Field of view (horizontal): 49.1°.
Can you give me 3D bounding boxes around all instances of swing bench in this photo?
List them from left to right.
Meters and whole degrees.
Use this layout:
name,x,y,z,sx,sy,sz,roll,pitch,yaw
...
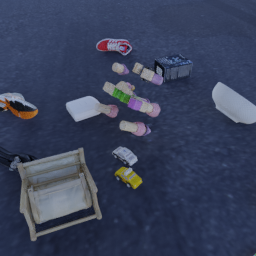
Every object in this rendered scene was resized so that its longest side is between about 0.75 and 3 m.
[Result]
name,x,y,z,sx,sy,sz,roll,pitch,yaw
swing bench,-1.879,1.676,7.588,1.856,1.210,1.865,-13,35,-15

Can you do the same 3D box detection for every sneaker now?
name,x,y,z,sx,sy,sz,roll,pitch,yaw
sneaker,-4.414,-1.047,11.327,2.119,0.802,0.974,17,38,19
sneaker,-0.733,-4.553,15.761,1.958,0.697,1.101,-10,36,-15

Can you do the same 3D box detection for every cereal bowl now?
name,x,y,z,sx,sy,sz,roll,pitch,yaw
cereal bowl,3.965,-0.808,10.513,2.030,0.845,2.030,33,14,-9

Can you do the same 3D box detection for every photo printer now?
name,x,y,z,sx,sy,sz,roll,pitch,yaw
photo printer,-1.731,-0.817,11.271,1.246,0.433,1.037,-20,43,-23

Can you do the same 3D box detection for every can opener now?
name,x,y,z,sx,sy,sz,roll,pitch,yaw
can opener,-3.850,0.988,9.005,2.018,0.794,0.640,12,79,20

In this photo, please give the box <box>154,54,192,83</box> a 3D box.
name,x,y,z,sx,sy,sz,roll,pitch,yaw
box,2.176,-2.921,13.626,1.488,0.796,1.104,-15,41,-18

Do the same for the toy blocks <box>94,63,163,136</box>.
name,x,y,z,sx,sy,sz,roll,pitch,yaw
toy blocks,0.387,-1.099,10.387,1.972,2.342,2.189,12,17,-45

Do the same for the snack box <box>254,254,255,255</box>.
name,x,y,z,sx,sy,sz,roll,pitch,yaw
snack box,3.194,3.316,6.206,0.746,0.278,1.049,-23,44,-26

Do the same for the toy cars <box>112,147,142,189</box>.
name,x,y,z,sx,sy,sz,roll,pitch,yaw
toy cars,-0.050,1.134,8.851,0.804,0.397,1.793,-4,38,-6
